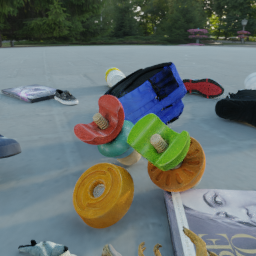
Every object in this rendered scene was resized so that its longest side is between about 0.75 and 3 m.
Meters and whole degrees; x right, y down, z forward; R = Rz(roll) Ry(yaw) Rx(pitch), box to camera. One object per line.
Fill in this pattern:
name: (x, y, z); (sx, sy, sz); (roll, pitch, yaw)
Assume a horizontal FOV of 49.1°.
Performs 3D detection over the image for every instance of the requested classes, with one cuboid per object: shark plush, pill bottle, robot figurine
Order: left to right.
shark plush: (-1.204, 1.851, 3.987); (1.107, 0.503, 0.461); (14, 55, 22)
pill bottle: (-0.695, -2.695, 15.298); (1.004, 1.004, 1.781); (-4, 21, -10)
robot figurine: (6.031, -1.944, 13.036); (1.724, 1.148, 2.033); (-29, 7, 28)

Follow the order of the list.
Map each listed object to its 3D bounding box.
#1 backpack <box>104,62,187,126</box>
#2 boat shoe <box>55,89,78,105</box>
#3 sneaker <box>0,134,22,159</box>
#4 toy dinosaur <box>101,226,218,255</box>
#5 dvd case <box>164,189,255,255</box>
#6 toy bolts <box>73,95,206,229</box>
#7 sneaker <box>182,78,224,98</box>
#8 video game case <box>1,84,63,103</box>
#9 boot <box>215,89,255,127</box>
backpack: (0.455, -0.731, 8.341); (2.238, 1.878, 1.818); (-33, 11, -24)
boat shoe: (-2.788, -1.438, 12.571); (0.569, 0.539, 1.627); (-16, 25, -36)
sneaker: (-3.647, 0.146, 6.338); (2.846, 1.167, 0.998); (0, 4, 23)
toy dinosaur: (0.690, 2.027, 3.187); (1.374, 0.781, 2.587); (-49, 34, -19)
dvd case: (2.163, 1.681, 4.585); (2.962, 0.237, 2.203); (0, 20, 1)
toy bolts: (0.034, 0.809, 5.919); (2.526, 1.834, 2.644); (-46, 45, -6)
sneaker: (3.738, -2.089, 13.796); (1.128, 0.936, 2.361); (-17, 27, -42)
video game case: (-4.664, -1.757, 13.870); (2.759, 0.262, 1.971); (18, 27, 38)
boot: (4.783, -0.767, 10.182); (2.786, 1.031, 2.283); (15, 23, 41)
